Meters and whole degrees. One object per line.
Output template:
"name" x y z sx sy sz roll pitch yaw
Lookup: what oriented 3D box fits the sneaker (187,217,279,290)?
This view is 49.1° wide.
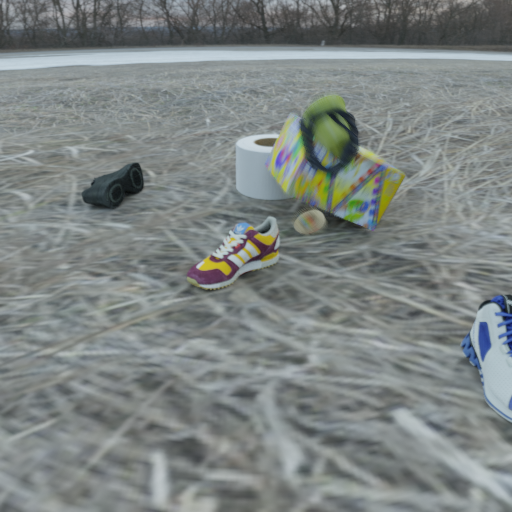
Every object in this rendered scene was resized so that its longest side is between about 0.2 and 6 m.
"sneaker" -0.403 -0.106 9.741 0.744 0.894 1.985 23 34 39

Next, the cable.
"cable" 1.194 -1.811 8.941 0.898 1.100 0.279 -11 9 13

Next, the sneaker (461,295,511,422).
"sneaker" 3.163 1.126 6.950 0.781 1.117 1.934 -3 26 -3

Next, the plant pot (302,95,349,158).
"plant pot" 1.307 -2.134 9.526 0.860 0.860 0.791 -13 60 -25

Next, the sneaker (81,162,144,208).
"sneaker" -3.390 -1.736 13.349 0.926 0.774 2.040 1 23 19

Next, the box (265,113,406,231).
"box" 1.571 -1.829 11.845 2.105 1.333 2.186 21 18 -19

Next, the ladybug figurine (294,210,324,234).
"ladybug figurine" 0.936 -0.567 9.716 0.602 0.216 0.408 -13 60 35

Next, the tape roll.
"tape roll" 0.378 -2.215 13.765 1.731 1.188 1.731 1 26 0
